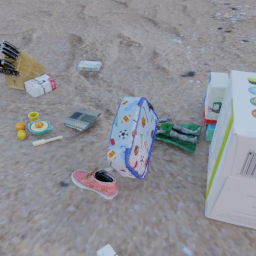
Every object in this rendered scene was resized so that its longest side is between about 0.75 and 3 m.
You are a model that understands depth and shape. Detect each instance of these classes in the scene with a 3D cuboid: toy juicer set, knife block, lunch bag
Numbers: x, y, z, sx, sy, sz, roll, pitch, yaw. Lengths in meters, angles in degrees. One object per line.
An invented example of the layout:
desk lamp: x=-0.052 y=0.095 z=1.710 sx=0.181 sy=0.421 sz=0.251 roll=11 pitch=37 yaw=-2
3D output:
toy juicer set: x=-3.263 y=0.054 z=9.784 sx=1.127 sy=0.482 sz=1.771 roll=-32 pitch=49 yaw=-34
knife block: x=-4.728 y=-2.971 z=12.067 sx=0.849 sy=2.331 sz=2.655 roll=11 pitch=40 yaw=12
lunch bag: x=0.236 y=0.264 z=7.841 sx=0.821 sy=1.742 sz=2.174 roll=5 pitch=64 yaw=28

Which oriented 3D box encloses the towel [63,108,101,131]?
towel: x=-1.669 y=-0.321 z=10.304 sx=1.073 sy=0.185 sz=1.033 roll=14 pitch=45 yaw=30

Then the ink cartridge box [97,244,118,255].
ink cartridge box: x=-0.317 y=3.004 z=6.036 sx=0.333 sy=0.577 sz=0.790 roll=-25 pitch=46 yaw=-28

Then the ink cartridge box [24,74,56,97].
ink cartridge box: x=-3.803 y=-1.837 z=12.156 sx=1.073 sy=0.447 sz=0.779 roll=-31 pitch=48 yaw=-33

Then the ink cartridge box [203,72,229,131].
ink cartridge box: x=2.980 y=-0.852 z=9.538 sx=0.605 sy=1.798 sz=1.045 roll=5 pitch=39 yaw=9

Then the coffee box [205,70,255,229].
coffee box: x=3.767 y=0.597 z=7.141 sx=2.912 sy=2.916 sz=2.884 roll=10 pitch=39 yaw=11

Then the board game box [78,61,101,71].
board game box: x=-1.905 y=-3.092 z=13.934 sx=1.042 sy=0.178 sz=0.701 roll=5 pitch=40 yaw=7

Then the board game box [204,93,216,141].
board game box: x=3.796 y=-0.391 z=10.272 sx=1.867 sy=0.552 sz=2.454 roll=6 pitch=39 yaw=7

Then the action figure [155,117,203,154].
action figure: x=1.306 y=0.051 z=9.736 sx=2.305 sy=0.630 sz=1.361 roll=13 pitch=44 yaw=21

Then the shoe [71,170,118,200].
shoe: x=-0.972 y=1.412 z=7.916 sx=1.537 sy=0.699 sz=0.549 roll=21 pitch=43 yaw=24
